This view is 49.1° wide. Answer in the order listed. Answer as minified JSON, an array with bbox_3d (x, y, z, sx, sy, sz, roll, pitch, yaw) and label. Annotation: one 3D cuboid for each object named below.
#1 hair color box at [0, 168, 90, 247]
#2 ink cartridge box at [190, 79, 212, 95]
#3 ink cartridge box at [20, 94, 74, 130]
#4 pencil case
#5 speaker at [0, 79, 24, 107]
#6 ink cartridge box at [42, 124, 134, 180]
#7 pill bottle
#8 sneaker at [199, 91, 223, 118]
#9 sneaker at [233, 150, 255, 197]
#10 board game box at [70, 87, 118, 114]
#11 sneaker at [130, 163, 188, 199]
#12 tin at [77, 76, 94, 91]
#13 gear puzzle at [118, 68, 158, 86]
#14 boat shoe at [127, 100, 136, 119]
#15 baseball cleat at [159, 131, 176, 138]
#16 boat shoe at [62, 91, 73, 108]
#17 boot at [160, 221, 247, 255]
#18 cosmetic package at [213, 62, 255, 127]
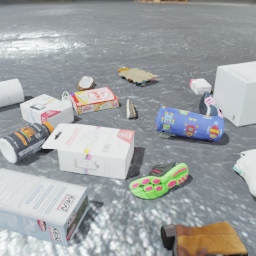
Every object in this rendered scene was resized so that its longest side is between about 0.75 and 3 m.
[{"bbox_3d":[-2.634,2.072,7.648,2.824,0.856,1.398,9,33,15],"label":"hair color box"},{"bbox_3d":[3.875,-2.215,14.997,0.794,0.463,1.091,-5,31,-9],"label":"ink cartridge box"},{"bbox_3d":[-3.510,-0.673,12.163,1.893,0.811,1.397,23,39,30],"label":"ink cartridge box"},{"bbox_3d":[2.401,-0.178,10.916,2.603,1.016,1.130,10,32,4],"label":"pencil case"},{"bbox_3d":[-6.428,-1.428,13.031,2.918,1.185,1.185,-20,37,-28],"label":"speaker"},{"bbox_3d":[-1.305,0.737,9.724,2.833,0.956,1.650,7,33,9],"label":"ink cartridge box"},{"bbox_3d":[-3.584,0.431,10.198,0.988,0.988,1.861,21,37,30],"label":"pill bottle"},{"bbox_3d":[3.806,-0.951,12.860,0.897,0.767,2.187,19,35,-1],"label":"sneaker"},{"bbox_3d":[3.885,1.404,8.958,1.019,0.866,2.302,2,23,27],"label":"sneaker"},{"bbox_3d":[-1.665,-1.356,13.588,2.001,0.463,1.516,-13,34,-19],"label":"board game box"},{"bbox_3d":[0.933,1.604,8.724,1.991,0.764,0.834,-15,12,-23],"label":"sneaker"},{"bbox_3d":[-2.301,-2.430,15.313,0.714,0.267,1.275,20,41,-2],"label":"tin"},{"bbox_3d":[0.306,-3.095,16.593,1.515,0.383,2.926,-23,35,-29],"label":"gear puzzle"},{"bbox_3d":[0.144,-0.874,12.835,0.390,0.471,1.312,2,36,-3],"label":"boat shoe"},{"bbox_3d":[1.608,0.218,11.304,0.781,0.272,0.416,-3,16,-10],"label":"baseball cleat"},{"bbox_3d":[-3.004,-1.305,13.490,0.534,0.485,1.453,-10,33,-16],"label":"boat shoe"},{"bbox_3d":[1.872,3.010,6.602,1.894,0.648,1.783,2,23,-10],"label":"boot"},{"bbox_3d":[5.462,-1.575,12.397,2.502,2.081,2.094,-10,33,-13],"label":"cosmetic package"}]
